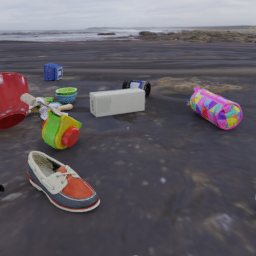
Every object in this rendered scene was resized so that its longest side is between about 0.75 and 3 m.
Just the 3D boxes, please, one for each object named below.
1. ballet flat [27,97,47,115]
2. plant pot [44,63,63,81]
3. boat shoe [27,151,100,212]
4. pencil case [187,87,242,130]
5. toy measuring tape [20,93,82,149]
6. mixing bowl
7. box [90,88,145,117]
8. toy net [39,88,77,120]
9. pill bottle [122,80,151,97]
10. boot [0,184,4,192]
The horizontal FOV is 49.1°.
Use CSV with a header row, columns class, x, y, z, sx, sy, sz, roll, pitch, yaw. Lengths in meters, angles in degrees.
class,x,y,z,sx,sy,sz,roll,pitch,yaw
ballet flat,-3.158,-0.757,9.383,0.524,0.524,1.482,10,26,26
plant pot,-3.944,-2.947,14.880,0.763,0.849,0.849,10,22,9
boat shoe,-1.204,0.908,4.956,1.762,0.551,0.627,19,26,38
pencil case,2.621,-0.642,8.659,0.898,0.898,2.032,-5,21,-13
toy measuring tape,-1.717,-0.015,6.244,0.884,0.884,2.403,6,-11,15
mixing bowl,-3.380,-0.570,7.518,1.805,0.978,1.805,-29,-11,-6
box,-0.347,-0.893,9.508,1.805,0.741,0.617,-8,22,-24
toy net,-2.620,-0.865,9.722,1.409,0.519,2.687,0,21,-1
pill bottle,0.346,-1.674,11.735,1.102,0.616,0.616,11,23,25
boot,-2.833,1.129,4.450,0.994,0.557,1.437,10,23,13
